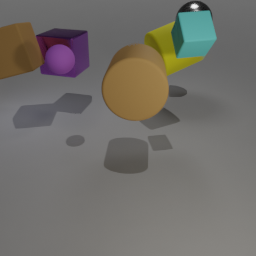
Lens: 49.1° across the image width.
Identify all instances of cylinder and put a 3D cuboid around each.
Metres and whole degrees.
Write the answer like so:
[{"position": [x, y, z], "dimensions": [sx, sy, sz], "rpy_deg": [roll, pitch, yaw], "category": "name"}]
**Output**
[{"position": [1.415, -2.457, 8.525], "dimensions": [1.400, 1.400, 1.400], "rpy_deg": [-25, 35, -8], "category": "cylinder"}, {"position": [0.185, -1.076, 6.383], "dimensions": [1.400, 1.400, 1.400], "rpy_deg": [2, 28, 3], "category": "cylinder"}]

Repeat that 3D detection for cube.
[{"position": [-2.349, -2.799, 10.346], "dimensions": [1.400, 1.400, 1.400], "rpy_deg": [8, 31, 13], "category": "cube"}, {"position": [-3.685, -2.447, 8.868], "dimensions": [1.400, 1.400, 1.400], "rpy_deg": [-13, 22, 4], "category": "cube"}, {"position": [1.404, -2.019, 6.097], "dimensions": [0.700, 0.700, 0.700], "rpy_deg": [-7, -14, -7], "category": "cube"}]

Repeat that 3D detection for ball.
[{"position": [2.500, -4.080, 10.667], "dimensions": [1.400, 1.400, 1.400], "rpy_deg": [0, 30, 0], "category": "ball"}, {"position": [-1.648, -1.666, 6.810], "dimensions": [0.700, 0.700, 0.700], "rpy_deg": [0, 30, 0], "category": "ball"}]
